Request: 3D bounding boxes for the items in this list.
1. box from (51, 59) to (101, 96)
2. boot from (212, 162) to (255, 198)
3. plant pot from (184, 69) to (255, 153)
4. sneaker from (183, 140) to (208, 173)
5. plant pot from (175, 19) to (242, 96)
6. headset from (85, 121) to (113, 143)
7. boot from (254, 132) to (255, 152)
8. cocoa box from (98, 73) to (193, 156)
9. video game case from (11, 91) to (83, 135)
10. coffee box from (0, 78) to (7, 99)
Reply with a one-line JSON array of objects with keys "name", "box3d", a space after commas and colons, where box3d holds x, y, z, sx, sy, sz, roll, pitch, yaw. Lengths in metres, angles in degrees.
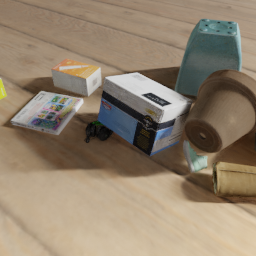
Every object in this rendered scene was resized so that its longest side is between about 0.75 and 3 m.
[{"name": "box", "box3d": [-2.315, -2.316, 12.687, 1.885, 0.919, 1.173, 18, 44, 20]}, {"name": "boot", "box3d": [3.843, 1.281, 8.652, 2.369, 0.783, 2.075, 5, 41, 7]}, {"name": "plant pot", "box3d": [2.998, -0.367, 9.184, 2.452, 2.452, 2.139, 31, 57, 31]}, {"name": "sneaker", "box3d": [2.222, 0.880, 9.181, 0.652, 0.407, 1.106, -11, 71, -6]}, {"name": "plant pot", "box3d": [3.678, -3.184, 12.333, 2.664, 2.721, 2.671, 10, 42, 12]}, {"name": "headset", "box3d": [-1.115, 0.054, 10.097, 0.954, 0.726, 1.545, 15, 32, 17]}, {"name": "boot", "box3d": [4.171, -0.259, 10.255, 2.767, 1.004, 2.516, 36, 38, 26]}, {"name": "cocoa box", "box3d": [0.513, -0.577, 9.787, 2.672, 1.753, 1.782, 33, 35, 33]}, {"name": "video game case", "box3d": [-3.189, -0.676, 11.304, 2.027, 0.264, 2.227, 12, 41, 13]}, {"name": "coffee box", "box3d": [-5.921, -1.690, 11.966, 0.905, 0.914, 0.915, 28, 48, 29]}]
